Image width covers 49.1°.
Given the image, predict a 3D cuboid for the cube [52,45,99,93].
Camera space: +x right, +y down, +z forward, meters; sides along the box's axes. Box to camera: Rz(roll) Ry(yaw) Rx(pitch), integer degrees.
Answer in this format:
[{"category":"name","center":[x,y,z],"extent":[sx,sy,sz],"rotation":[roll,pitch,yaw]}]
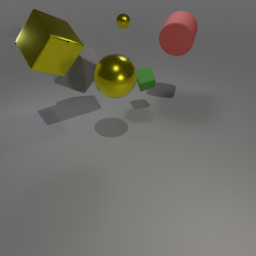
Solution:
[{"category":"cube","center":[-2.093,-2.474,11.021],"extent":[1.400,1.400,1.400],"rotation":[17,33,-40]}]

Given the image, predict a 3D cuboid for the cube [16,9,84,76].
[{"category":"cube","center":[-2.619,-2.799,9.387],"extent":[1.400,1.400,1.400],"rotation":[0,50,-53]}]

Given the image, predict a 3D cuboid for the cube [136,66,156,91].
[{"category":"cube","center":[0.734,-2.081,11.861],"extent":[0.700,0.700,0.700],"rotation":[-17,71,2]}]

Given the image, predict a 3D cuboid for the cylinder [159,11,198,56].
[{"category":"cylinder","center":[2.113,-3.941,11.665],"extent":[1.400,1.400,1.400],"rotation":[9,42,15]}]

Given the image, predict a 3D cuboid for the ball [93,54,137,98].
[{"category":"ball","center":[-0.407,-1.649,8.974],"extent":[1.400,1.400,1.400],"rotation":[0,32,0]}]

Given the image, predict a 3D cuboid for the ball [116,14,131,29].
[{"category":"ball","center":[-0.226,-5.089,13.373],"extent":[0.700,0.700,0.700],"rotation":[0,32,0]}]
